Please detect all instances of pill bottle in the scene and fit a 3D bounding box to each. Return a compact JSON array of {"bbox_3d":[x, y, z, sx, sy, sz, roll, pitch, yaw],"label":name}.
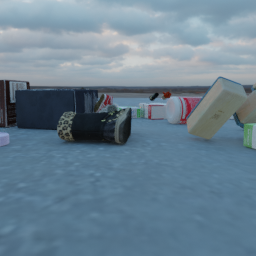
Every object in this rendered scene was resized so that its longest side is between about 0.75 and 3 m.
[{"bbox_3d":[2.644,-0.737,11.554,1.956,1.098,1.098,-1,8,-14],"label":"pill bottle"}]

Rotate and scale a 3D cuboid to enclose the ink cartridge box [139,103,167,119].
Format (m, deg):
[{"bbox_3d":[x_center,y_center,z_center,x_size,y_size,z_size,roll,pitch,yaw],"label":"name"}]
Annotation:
[{"bbox_3d":[1.386,-0.861,13.899,1.216,0.706,1.685,-3,8,-18],"label":"ink cartridge box"}]

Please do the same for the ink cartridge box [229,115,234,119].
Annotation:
[{"bbox_3d":[6.063,-0.718,13.606,2.663,0.522,1.324,-1,7,3],"label":"ink cartridge box"}]

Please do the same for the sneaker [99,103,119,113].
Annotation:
[{"bbox_3d":[-1.642,-0.961,14.830,2.210,0.861,1.098,7,-2,-23],"label":"sneaker"}]

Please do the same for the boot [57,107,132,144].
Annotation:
[{"bbox_3d":[-0.814,-0.108,7.918,1.791,0.870,2.379,1,14,5],"label":"boot"}]

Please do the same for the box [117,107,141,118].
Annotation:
[{"bbox_3d":[0.026,-0.779,14.035,0.964,0.528,1.093,0,8,-14],"label":"box"}]

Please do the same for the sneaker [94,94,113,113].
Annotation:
[{"bbox_3d":[-0.915,-0.898,10.644,0.511,0.908,0.324,5,47,-40],"label":"sneaker"}]

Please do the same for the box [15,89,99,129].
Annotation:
[{"bbox_3d":[-2.583,-0.770,10.651,2.321,1.439,2.282,2,10,14],"label":"box"}]

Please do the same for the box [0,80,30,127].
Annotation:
[{"bbox_3d":[-5.238,-1.012,11.078,2.121,1.742,1.760,2,8,11],"label":"box"}]

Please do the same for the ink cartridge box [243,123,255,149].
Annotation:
[{"bbox_3d":[3.446,0.261,6.049,0.985,0.566,1.683,-2,8,-15],"label":"ink cartridge box"}]

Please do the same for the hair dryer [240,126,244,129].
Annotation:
[{"bbox_3d":[4.643,-0.081,9.031,1.311,0.467,1.721,-1,9,-14],"label":"hair dryer"}]

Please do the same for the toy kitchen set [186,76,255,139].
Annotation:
[{"bbox_3d":[3.242,-0.786,8.179,2.826,1.665,2.264,17,44,-15],"label":"toy kitchen set"}]

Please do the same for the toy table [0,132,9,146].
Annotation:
[{"bbox_3d":[-4.257,-0.272,6.836,2.461,1.441,2.262,-3,8,-17],"label":"toy table"}]

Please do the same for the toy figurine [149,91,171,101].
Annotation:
[{"bbox_3d":[1.999,-1.520,16.854,1.290,1.270,0.898,-9,-6,-19],"label":"toy figurine"}]
